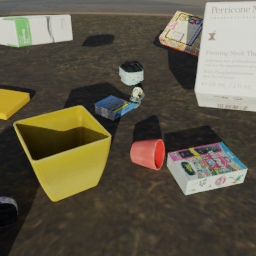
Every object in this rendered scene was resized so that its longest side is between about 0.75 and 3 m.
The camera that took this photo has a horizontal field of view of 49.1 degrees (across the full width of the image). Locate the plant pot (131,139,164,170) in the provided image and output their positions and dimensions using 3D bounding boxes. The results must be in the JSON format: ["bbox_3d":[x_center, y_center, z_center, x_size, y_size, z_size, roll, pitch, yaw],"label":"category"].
[{"bbox_3d":[0.614,0.810,9.017,0.867,0.979,0.979,4,31,27],"label":"plant pot"}]

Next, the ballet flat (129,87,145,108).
[{"bbox_3d":[0.434,-1.557,12.973,0.651,0.651,1.754,4,32,5],"label":"ballet flat"}]

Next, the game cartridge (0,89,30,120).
[{"bbox_3d":[-5.895,-1.128,12.555,2.367,0.384,2.086,10,34,11],"label":"game cartridge"}]

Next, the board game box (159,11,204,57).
[{"bbox_3d":[2.506,-3.876,11.475,1.970,0.456,1.492,30,82,28],"label":"board game box"}]

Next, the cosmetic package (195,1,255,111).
[{"bbox_3d":[3.473,-2.113,8.843,2.320,2.773,2.306,6,-4,18],"label":"cosmetic package"}]

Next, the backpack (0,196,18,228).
[{"bbox_3d":[-3.215,2.124,7.068,0.837,0.879,0.677,-2,22,-14],"label":"backpack"}]

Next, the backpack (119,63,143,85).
[{"bbox_3d":[0.199,-2.767,14.482,1.132,0.987,1.288,-10,26,-21],"label":"backpack"}]

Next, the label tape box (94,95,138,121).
[{"bbox_3d":[-0.482,-0.800,11.871,1.542,0.488,1.112,23,39,31],"label":"label tape box"}]

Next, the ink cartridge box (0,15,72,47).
[{"bbox_3d":[-2.972,-3.157,8.975,1.948,0.819,1.422,-23,32,-40],"label":"ink cartridge box"}]

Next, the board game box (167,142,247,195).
[{"bbox_3d":[2.369,1.201,8.637,1.924,0.618,1.419,-9,34,-14],"label":"board game box"}]

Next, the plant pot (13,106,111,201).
[{"bbox_3d":[-1.823,0.808,8.089,2.099,1.852,2.100,-18,36,-26],"label":"plant pot"}]
